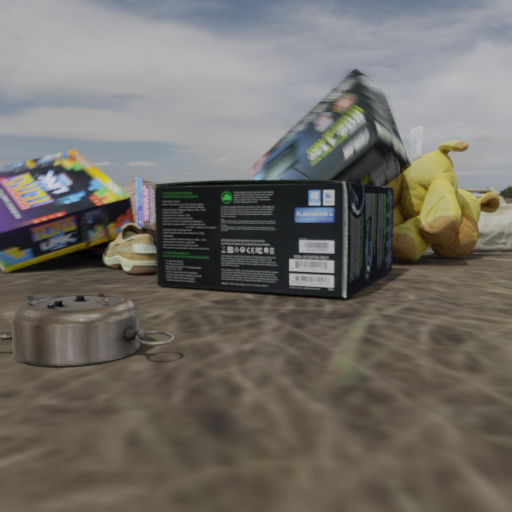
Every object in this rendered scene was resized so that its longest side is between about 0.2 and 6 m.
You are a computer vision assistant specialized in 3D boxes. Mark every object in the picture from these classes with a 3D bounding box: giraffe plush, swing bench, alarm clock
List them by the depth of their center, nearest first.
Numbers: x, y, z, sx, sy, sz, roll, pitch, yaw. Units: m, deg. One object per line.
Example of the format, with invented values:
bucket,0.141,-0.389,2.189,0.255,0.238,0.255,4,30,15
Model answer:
alarm clock,-1.193,0.523,4.096,1.325,0.441,0.894,5,7,21
giraffe plush,3.500,-0.823,10.938,2.187,2.697,2.328,32,-18,-36
swing bench,5.056,-0.860,12.949,1.709,1.115,1.719,-1,22,-10

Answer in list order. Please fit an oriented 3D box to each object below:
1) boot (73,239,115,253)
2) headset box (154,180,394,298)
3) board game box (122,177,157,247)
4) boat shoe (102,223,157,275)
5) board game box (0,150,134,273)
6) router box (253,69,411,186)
boot,-3.917,-0.279,11.262,2.401,0.873,2.550,13,1,-38
headset box,0.452,-0.344,8.001,2.585,1.377,2.969,3,6,25
board game box,-2.085,-0.843,11.918,1.454,1.159,0.704,15,-32,-38
boat shoe,-2.047,-0.161,9.276,0.721,0.766,2.011,-4,6,-32
board game box,-3.776,-0.940,9.976,2.253,0.773,2.726,-20,37,-30
router box,1.199,-1.640,10.198,0.909,2.192,2.925,29,-53,-30
